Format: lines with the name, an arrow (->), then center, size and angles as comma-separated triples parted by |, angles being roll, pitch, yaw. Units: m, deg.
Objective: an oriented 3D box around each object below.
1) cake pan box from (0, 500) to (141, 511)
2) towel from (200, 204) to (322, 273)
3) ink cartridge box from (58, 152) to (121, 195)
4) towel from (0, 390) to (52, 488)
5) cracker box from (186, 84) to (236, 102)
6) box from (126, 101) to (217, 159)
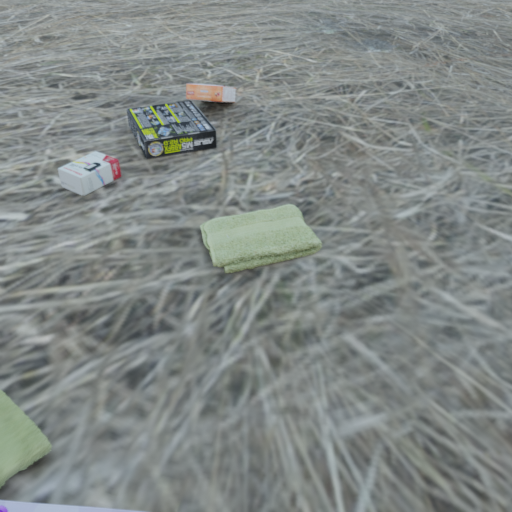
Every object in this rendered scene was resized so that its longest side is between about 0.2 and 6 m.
cake pan box -> -1.763, 3.205, 4.760 | 2.248, 0.588, 2.070 | 3, 33, 5
towel -> 0.051, -0.349, 9.922 | 1.963, 0.358, 1.456 | -10, 38, -14
ink cartridge box -> -3.509, -1.751, 11.823 | 0.757, 0.430, 1.039 | 22, 41, 28
towel -> -3.117, 2.105, 6.427 | 1.384, 0.252, 1.026 | 26, 40, 30
cracker box -> -1.202, -4.398, 15.165 | 0.999, 0.430, 1.492 | 7, 15, 10
box -> -2.107, -3.144, 13.741 | 1.737, 0.480, 2.169 | -14, 38, -17
